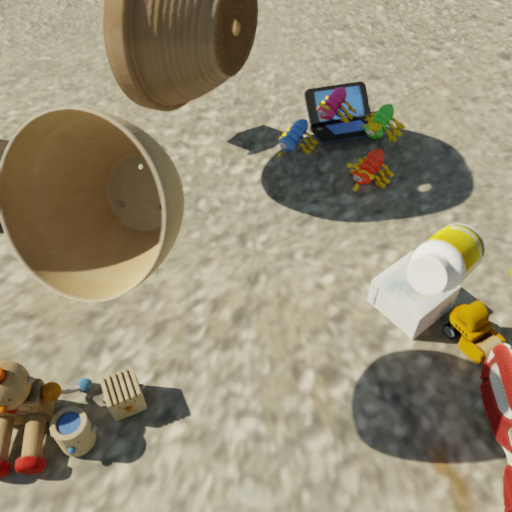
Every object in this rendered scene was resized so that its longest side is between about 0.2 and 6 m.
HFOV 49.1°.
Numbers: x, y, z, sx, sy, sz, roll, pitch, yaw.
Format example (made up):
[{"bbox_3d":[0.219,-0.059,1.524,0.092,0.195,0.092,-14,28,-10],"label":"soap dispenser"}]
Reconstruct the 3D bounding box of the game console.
[{"bbox_3d":[1.931,-3.169,12.283,1.475,0.873,1.259,-12,32,-9],"label":"game console"}]

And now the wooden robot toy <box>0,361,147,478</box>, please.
[{"bbox_3d":[-3.112,2.021,7.458,3.111,1.412,1.371,-6,49,-4],"label":"wooden robot toy"}]

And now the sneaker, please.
[{"bbox_3d":[4.192,2.714,6.931,2.005,1.360,3.470,4,56,-2],"label":"sneaker"}]

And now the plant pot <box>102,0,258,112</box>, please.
[{"bbox_3d":[-0.968,-3.973,9.424,1.513,3.277,3.277,19,52,17],"label":"plant pot"}]

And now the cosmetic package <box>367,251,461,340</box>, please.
[{"bbox_3d":[2.574,0.626,9.192,1.026,0.632,1.029,-32,58,-24],"label":"cosmetic package"}]

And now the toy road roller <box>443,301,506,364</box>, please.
[{"bbox_3d":[3.423,1.138,8.705,0.576,0.684,0.937,-26,54,-21],"label":"toy road roller"}]

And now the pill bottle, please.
[{"bbox_3d":[2.260,0.052,6.715,0.637,0.637,1.133,33,36,25],"label":"pill bottle"}]

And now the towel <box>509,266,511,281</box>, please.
[{"bbox_3d":[5.716,0.666,9.460,2.616,0.236,1.126,3,54,1],"label":"towel"}]

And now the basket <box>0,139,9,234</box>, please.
[{"bbox_3d":[-3.744,-1.254,10.380,1.991,1.354,1.796,1,79,-7],"label":"basket"}]

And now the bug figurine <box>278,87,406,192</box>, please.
[{"bbox_3d":[1.786,-2.534,11.664,2.650,0.682,2.055,28,76,23],"label":"bug figurine"}]

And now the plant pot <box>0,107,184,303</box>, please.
[{"bbox_3d":[-1.517,-0.600,5.954,1.903,1.903,1.278,18,19,15],"label":"plant pot"}]
